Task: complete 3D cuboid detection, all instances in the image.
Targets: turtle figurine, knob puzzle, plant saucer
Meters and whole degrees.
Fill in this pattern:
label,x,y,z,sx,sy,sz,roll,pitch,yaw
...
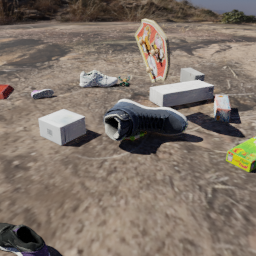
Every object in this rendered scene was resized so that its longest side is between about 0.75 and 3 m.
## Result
label,x,y,z,sx,sy,sz,roll,pitch,yaw
turtle figurine,-0.180,-2.715,15.920,0.734,0.493,0.980,-8,40,13
knob puzzle,0.860,-2.814,10.191,0.359,2.586,2.586,-21,31,-14
plant saucer,-7.002,-1.883,14.434,1.732,0.319,1.736,-3,27,-5

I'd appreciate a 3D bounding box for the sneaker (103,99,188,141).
label,x,y,z,sx,sy,sz,roll,pitch,yaw
sneaker,0.534,-0.107,9.684,2.844,1.081,2.055,14,24,16

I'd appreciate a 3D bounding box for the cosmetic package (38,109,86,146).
label,x,y,z,sx,sy,sz,roll,pitch,yaw
cosmetic package,-2.395,-0.071,10.292,1.205,0.743,1.209,19,31,33

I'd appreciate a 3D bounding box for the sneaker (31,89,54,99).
label,x,y,z,sx,sy,sz,roll,pitch,yaw
sneaker,-4.348,-1.799,14.185,1.101,0.399,0.628,-12,26,-23

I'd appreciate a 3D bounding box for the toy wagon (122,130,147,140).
label,x,y,z,sx,sy,sz,roll,pitch,yaw
toy wagon,0.151,0.204,10.332,1.078,0.213,0.837,4,27,7

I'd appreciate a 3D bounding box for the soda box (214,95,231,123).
label,x,y,z,sx,sy,sz,roll,pitch,yaw
soda box,4.028,-0.867,12.031,0.567,0.610,1.784,7,27,13

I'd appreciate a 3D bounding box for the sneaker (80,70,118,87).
label,x,y,z,sx,sy,sz,roll,pitch,yaw
sneaker,-1.613,-2.753,15.596,2.152,0.862,0.757,-3,25,-9

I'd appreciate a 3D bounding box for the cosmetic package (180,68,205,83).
label,x,y,z,sx,sy,sz,roll,pitch,yaw
cosmetic package,3.573,-2.783,15.664,0.708,0.839,1.570,-10,26,-19

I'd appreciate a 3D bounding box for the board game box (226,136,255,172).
label,x,y,z,sx,sy,sz,roll,pitch,yaw
board game box,3.967,0.799,8.934,1.597,0.380,0.811,-19,32,-33

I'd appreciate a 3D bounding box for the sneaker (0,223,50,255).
label,x,y,z,sx,sy,sz,roll,pitch,yaw
sneaker,-2.247,2.190,5.764,1.592,0.697,0.603,14,30,27

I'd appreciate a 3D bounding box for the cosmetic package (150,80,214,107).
label,x,y,z,sx,sy,sz,roll,pitch,yaw
cosmetic package,2.600,-1.672,13.505,2.919,0.739,1.205,-12,29,-22
